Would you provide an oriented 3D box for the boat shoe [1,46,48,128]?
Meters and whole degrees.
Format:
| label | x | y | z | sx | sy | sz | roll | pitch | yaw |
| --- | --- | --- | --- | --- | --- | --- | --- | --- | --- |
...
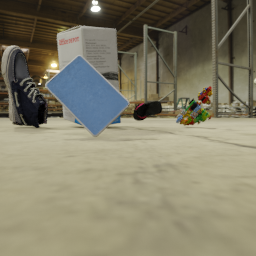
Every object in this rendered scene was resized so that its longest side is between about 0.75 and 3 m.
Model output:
| label | x | y | z | sx | sy | sz | roll | pitch | yaw |
| --- | --- | --- | --- | --- | --- | --- | --- | --- | --- |
| boat shoe | -3.020 | -1.177 | 8.525 | 1.154 | 2.488 | 0.929 | 13 | 28 | 21 |

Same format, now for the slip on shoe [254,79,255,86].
| label | x | y | z | sx | sy | sz | roll | pitch | yaw |
| --- | --- | --- | --- | --- | --- | --- | --- | --- | --- |
| slip on shoe | 3.238 | -0.522 | 4.522 | 2.292 | 0.701 | 0.849 | 23 | 2 | 34 |

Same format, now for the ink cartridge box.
| label | x | y | z | sx | sy | sz | roll | pitch | yaw |
| --- | --- | --- | --- | --- | --- | --- | --- | --- | --- |
| ink cartridge box | -1.272 | -1.606 | 8.895 | 1.203 | 2.854 | 2.083 | -9 | 15 | -32 |

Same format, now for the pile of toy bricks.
| label | x | y | z | sx | sy | sz | roll | pitch | yaw |
| --- | --- | --- | --- | --- | --- | --- | --- | --- | --- |
| pile of toy bricks | 2.183 | -0.473 | 8.560 | 0.749 | 1.517 | 0.842 | 36 | 35 | -3 |

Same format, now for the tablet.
| label | x | y | z | sx | sy | sz | roll | pitch | yaw |
| --- | --- | --- | --- | --- | --- | --- | --- | --- | --- |
| tablet | -0.744 | -0.607 | 5.112 | 0.909 | 1.397 | 0.095 | -44 | -10 | -7 |

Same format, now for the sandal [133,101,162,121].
| label | x | y | z | sx | sy | sz | roll | pitch | yaw |
| --- | --- | --- | --- | --- | --- | --- | --- | --- | --- |
| sandal | 0.408 | -0.439 | 7.039 | 0.260 | 0.434 | 1.156 | -13 | -2 | -32 |
